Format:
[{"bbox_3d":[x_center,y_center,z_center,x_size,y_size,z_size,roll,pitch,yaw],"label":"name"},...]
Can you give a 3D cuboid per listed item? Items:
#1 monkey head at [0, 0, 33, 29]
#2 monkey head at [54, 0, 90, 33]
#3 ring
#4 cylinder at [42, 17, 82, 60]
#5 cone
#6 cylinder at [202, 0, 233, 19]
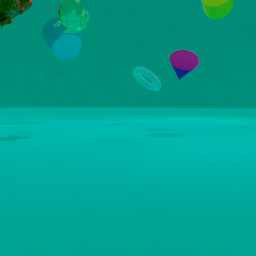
[{"bbox_3d":[-3.186,-3.301,7.069,1.891,1.140,1.360,-36,14,44],"label":"monkey head"},{"bbox_3d":[-1.350,-2.576,6.460,0.851,1.184,0.713,-6,-34,41],"label":"monkey head"},{"bbox_3d":[0.723,-1.888,10.810,1.281,0.256,1.281,35,-10,7],"label":"ring"},{"bbox_3d":[-2.719,-3.656,11.519,1.263,1.263,1.263,-4,48,-42],"label":"cylinder"},{"bbox_3d":[1.662,-1.796,8.672,0.881,0.881,0.884,0,-33,0],"label":"cone"},{"bbox_3d":[2.335,-3.386,7.329,0.775,0.775,0.775,2,-2,21],"label":"cylinder"}]
